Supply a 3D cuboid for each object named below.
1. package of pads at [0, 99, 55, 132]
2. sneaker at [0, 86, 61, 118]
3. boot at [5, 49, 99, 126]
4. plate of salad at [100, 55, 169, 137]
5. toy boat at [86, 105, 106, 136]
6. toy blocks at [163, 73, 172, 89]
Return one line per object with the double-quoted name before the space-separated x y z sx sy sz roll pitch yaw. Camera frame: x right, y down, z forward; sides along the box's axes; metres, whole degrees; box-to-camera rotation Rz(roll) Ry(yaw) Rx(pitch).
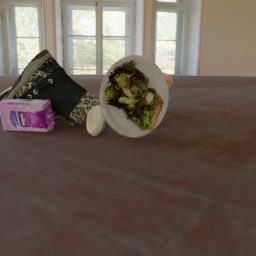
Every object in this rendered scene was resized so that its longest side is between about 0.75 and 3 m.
"package of pads" -2.875 -0.352 7.927 1.438 0.867 0.544 2 30 10
"sneaker" -3.142 -0.887 9.848 2.894 1.070 1.147 -1 35 -7
"boot" -2.465 -0.679 8.656 2.212 2.929 1.057 39 34 -12
"plate of salad" 0.270 -0.778 7.050 2.081 2.081 0.500 -8 12 -30
"toy boat" -0.651 -0.250 7.534 1.107 0.931 0.514 -26 -42 37
"toy blocks" 1.066 -1.424 10.639 0.705 1.619 1.942 44 6 -6
